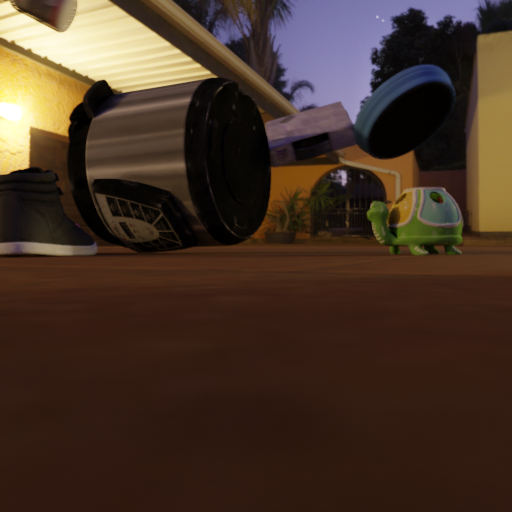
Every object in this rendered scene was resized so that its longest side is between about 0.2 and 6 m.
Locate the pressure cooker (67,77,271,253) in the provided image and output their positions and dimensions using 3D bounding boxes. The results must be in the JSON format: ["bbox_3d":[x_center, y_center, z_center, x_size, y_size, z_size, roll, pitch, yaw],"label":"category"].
[{"bbox_3d":[-1.748,-1.591,10.545,3.474,3.056,3.103,0,1,23],"label":"pressure cooker"}]

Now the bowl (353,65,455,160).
[{"bbox_3d":[2.722,-2.538,10.215,1.960,0.385,1.960,-20,-30,-13],"label":"bowl"}]

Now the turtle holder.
[{"bbox_3d":[2.595,-0.556,9.198,1.528,1.085,1.161,0,2,11],"label":"turtle holder"}]

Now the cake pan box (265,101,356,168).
[{"bbox_3d":[1.131,-2.646,12.053,1.805,0.513,1.960,-16,29,8],"label":"cake pan box"}]

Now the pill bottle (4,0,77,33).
[{"bbox_3d":[-3.612,-4.239,9.208,1.157,0.670,0.670,26,-2,-7],"label":"pill bottle"}]

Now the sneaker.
[{"bbox_3d":[-2.972,-0.614,8.166,0.889,1.247,2.514,-2,0,5],"label":"sneaker"}]
